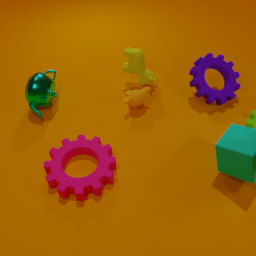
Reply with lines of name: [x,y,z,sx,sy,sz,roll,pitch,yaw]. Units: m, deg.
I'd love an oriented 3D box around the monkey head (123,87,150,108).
monkey head: [0.211,-1.061,9.243,1.046,0.630,0.753,-31,70,-19]

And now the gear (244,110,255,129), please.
gear: [4.545,0.149,8.396,1.971,0.365,1.971,0,47,0]

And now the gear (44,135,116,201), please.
gear: [-1.286,1.019,7.647,1.902,0.352,1.902,0,48,0]

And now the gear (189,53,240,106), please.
gear: [2.920,-1.641,9.435,1.739,0.322,1.739,3,77,-13]

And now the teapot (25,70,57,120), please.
teapot: [-2.790,-1.141,9.132,0.920,1.169,1.880,16,66,-4]

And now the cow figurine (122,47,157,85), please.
cow figurine: [0.443,-2.146,9.794,1.254,1.275,0.700,10,35,3]

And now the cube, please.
cube: [2.955,0.634,7.244,0.977,0.977,0.977,18,49,40]
